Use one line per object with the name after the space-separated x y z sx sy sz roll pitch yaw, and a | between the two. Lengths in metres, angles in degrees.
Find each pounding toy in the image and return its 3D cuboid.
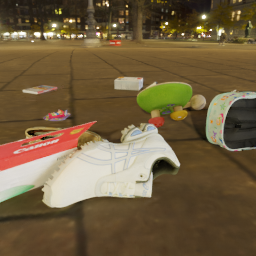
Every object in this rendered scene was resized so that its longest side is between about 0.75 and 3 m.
1.384 -0.569 9.026 1.773 1.066 2.297 -20 -20 39 | pounding toy

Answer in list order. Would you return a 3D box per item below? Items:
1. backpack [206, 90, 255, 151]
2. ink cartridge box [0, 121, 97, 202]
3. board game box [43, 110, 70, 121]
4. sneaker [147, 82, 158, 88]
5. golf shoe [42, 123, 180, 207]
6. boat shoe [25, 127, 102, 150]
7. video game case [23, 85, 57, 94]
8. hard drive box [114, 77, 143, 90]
2.777 -0.205 7.179 1.696 1.506 1.277 -8 19 -29 | backpack
-1.572 0.662 4.575 1.713 0.533 2.128 -17 -10 -41 | ink cartridge box
-2.542 -0.505 9.990 0.802 0.198 1.015 3 19 7 | board game box
0.970 -1.356 12.051 0.777 0.668 1.835 -27 17 23 | sneaker
-0.168 0.832 5.112 2.679 1.049 1.303 -26 54 -30 | golf shoe
-1.462 0.249 6.330 1.710 0.613 0.651 1 -23 0 | boat shoe
-4.434 -1.952 14.176 1.007 0.123 1.408 11 23 29 | video game case
0.052 -2.336 14.695 1.304 0.501 1.016 5 21 13 | hard drive box
